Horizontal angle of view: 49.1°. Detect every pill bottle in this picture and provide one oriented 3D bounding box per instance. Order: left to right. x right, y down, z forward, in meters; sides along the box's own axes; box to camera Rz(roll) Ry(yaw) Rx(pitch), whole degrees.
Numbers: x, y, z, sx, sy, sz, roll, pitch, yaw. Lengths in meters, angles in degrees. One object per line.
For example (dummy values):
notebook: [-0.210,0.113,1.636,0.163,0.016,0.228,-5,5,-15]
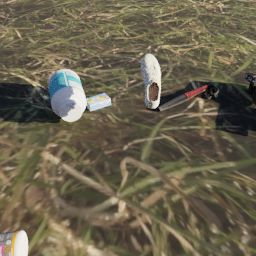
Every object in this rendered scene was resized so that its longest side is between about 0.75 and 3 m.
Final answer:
pill bottle: [-2.549,2.349,5.336,1.123,0.653,0.653,-5,37,-6]
pill bottle: [-2.053,-1.080,9.480,1.138,1.138,2.055,-10,39,-12]

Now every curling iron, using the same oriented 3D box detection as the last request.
curling iron: [2.223,-1.099,10.151,2.674,0.342,0.663,-18,41,-22]

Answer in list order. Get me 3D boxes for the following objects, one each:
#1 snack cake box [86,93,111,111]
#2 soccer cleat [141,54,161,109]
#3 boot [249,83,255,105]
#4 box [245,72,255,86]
snack cake box: [-1.078,-0.927,9.977,0.823,0.277,0.474,-21,41,-24]
soccer cleat: [0.627,-1.245,7.194,0.520,0.582,1.501,-2,79,-5]
boot: [5.454,-1.188,10.135,1.795,0.576,1.673,10,37,6]
box: [5.040,-1.723,10.275,1.183,0.258,0.948,9,26,-1]
